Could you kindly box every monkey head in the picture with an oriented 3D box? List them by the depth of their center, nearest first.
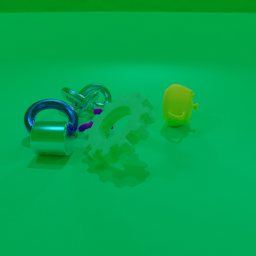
[{"bbox_3d":[-0.871,-0.152,7.927,1.056,0.760,0.636,-5,14,15],"label":"monkey head"}]

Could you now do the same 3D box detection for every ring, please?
[{"bbox_3d":[-2.137,-0.223,7.887,1.508,0.302,1.508,10,51,-12],"label":"ring"}]

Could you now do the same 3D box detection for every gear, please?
[{"bbox_3d":[-0.241,-0.037,6.729,1.910,0.353,1.910,-28,36,23],"label":"gear"}]

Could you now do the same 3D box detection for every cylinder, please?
[{"bbox_3d":[-1.836,0.249,6.891,0.836,0.836,0.836,1,25,6],"label":"cylinder"}]

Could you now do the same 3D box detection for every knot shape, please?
[{"bbox_3d":[-1.568,-1.023,9.714,1.670,0.824,1.784,13,27,27],"label":"knot shape"}]

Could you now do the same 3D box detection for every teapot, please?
[{"bbox_3d":[1.619,-0.699,8.498,0.999,1.269,2.041,6,28,18],"label":"teapot"}]
